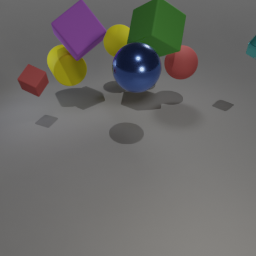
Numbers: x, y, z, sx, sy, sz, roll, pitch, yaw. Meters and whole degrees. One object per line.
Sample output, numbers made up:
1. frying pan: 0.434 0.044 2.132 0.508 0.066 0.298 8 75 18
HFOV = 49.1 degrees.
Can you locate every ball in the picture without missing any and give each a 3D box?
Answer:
1. ball: -0.371 -3.780 12.234 1.400 1.400 1.400 0 33 0
2. ball: 0.247 -1.708 7.958 1.400 1.400 1.400 0 33 0
3. ball: 2.231 -2.746 11.781 1.400 1.400 1.400 0 33 0

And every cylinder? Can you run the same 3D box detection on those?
1. cylinder: -2.620 -2.690 11.976 1.400 1.400 1.400 -14 36 -20

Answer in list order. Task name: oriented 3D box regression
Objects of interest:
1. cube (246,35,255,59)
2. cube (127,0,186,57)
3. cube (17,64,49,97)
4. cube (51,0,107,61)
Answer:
1. cube: 4.772 -2.919 10.022 0.700 0.700 0.700 41 86 22
2. cube: 1.010 -3.498 9.992 1.400 1.400 1.400 16 -9 -36
3. cube: -3.265 -1.637 9.699 0.700 0.700 0.700 25 68 3
4. cube: -1.819 -3.564 10.415 1.400 1.400 1.400 -41 11 -5
